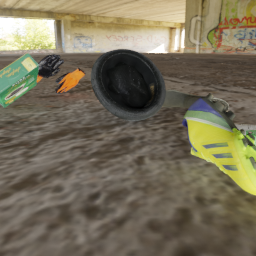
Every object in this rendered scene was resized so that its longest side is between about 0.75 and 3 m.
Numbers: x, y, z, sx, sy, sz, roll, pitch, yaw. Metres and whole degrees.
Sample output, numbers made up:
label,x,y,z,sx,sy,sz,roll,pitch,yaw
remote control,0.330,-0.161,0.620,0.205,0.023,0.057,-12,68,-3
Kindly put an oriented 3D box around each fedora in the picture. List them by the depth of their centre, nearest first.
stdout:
label,x,y,z,sx,sy,sz,roll,pitch,yaw
fedora,-0.066,-1.330,9.712,2.749,2.749,1.256,-5,-22,-15

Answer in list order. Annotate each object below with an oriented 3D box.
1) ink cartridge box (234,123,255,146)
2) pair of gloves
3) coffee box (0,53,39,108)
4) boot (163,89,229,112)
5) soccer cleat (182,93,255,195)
label,x,y,z,sx,sy,sz,roll,pitch,yaw
ink cartridge box,2.587,0.245,7.182,1.341,0.564,0.979,6,19,18
pair of gloves,-3.270,-2.467,13.038,2.119,1.888,0.262,31,34,-42
coffee box,-4.093,-1.635,10.154,1.671,0.597,2.717,-42,9,-18
boot,2.262,-0.903,10.179,1.941,0.774,2.134,-3,18,-12
soccer cleat,1.927,0.397,5.830,0.948,1.226,2.931,30,25,-26
